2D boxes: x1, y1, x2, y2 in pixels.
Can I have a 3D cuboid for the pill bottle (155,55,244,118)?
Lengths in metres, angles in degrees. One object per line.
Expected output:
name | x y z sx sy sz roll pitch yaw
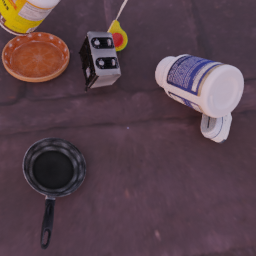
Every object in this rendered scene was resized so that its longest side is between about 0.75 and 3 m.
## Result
pill bottle | 1.780 -1.261 7.595 1.305 1.305 2.349 -31 35 -15

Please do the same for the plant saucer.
plant saucer | -2.916 -2.265 8.975 2.045 0.330 2.045 4 59 -6

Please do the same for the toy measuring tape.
toy measuring tape | -0.183 -3.213 9.054 0.772 0.772 2.097 35 102 17

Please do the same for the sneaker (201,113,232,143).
sneaker | 2.575 -0.533 7.973 0.745 0.769 2.105 36 62 -31

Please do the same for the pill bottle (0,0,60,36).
pill bottle | -2.870 -3.842 8.164 1.369 2.506 1.369 14 69 -38

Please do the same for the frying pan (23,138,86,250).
frying pan | -1.671 1.441 6.907 1.569 0.422 2.594 -8 67 -32

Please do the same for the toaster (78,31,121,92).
toaster | -0.848 -1.878 8.054 0.839 1.413 1.278 -10 83 -23
